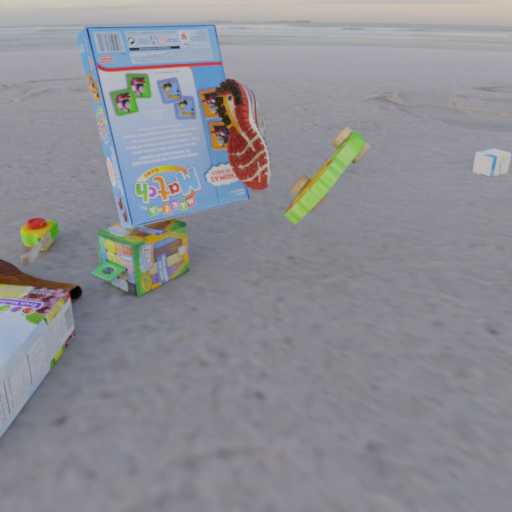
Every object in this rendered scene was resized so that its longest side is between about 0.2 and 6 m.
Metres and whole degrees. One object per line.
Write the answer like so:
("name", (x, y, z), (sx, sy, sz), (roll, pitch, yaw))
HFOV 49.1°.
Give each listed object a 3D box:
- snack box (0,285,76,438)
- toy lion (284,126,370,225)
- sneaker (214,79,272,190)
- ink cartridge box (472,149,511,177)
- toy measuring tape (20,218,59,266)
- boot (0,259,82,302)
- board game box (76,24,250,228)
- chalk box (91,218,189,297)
("snack box", (-3.889, 1.309, 7.128), (2.204, 0.885, 2.614), (3, 28, 5))
("toy lion", (1.179, -1.341, 9.579), (0.632, 1.840, 1.764), (41, 13, -4))
("sneaker", (-0.064, -2.004, 9.276), (0.720, 1.850, 0.760), (-14, -2, 33))
("ink cartridge box", (6.463, -2.558, 15.358), (0.781, 0.571, 0.573), (-15, 30, -28))
("toy measuring tape", (-4.317, -0.281, 10.722), (0.641, 0.641, 1.743), (1, 27, 2))
("boot", (-4.069, 0.746, 8.866), (1.938, 0.664, 1.825), (17, 22, 17))
("board game box", (-1.488, -2.260, 9.604), (2.392, 3.162, 0.579), (-17, 9, -33))
("chalk box", (-2.072, -0.009, 9.680), (0.998, 0.993, 1.603), (19, 31, 34))
